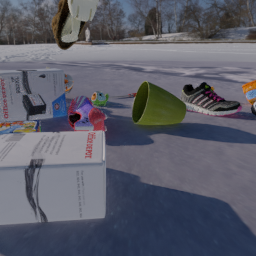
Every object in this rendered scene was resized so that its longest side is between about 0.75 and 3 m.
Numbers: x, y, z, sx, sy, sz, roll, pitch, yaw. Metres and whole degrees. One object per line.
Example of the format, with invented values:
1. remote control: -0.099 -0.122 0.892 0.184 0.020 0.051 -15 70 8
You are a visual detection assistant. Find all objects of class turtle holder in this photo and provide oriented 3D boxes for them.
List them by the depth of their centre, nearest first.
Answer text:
1. turtle holder: -1.122 -1.217 11.516 0.763 0.542 0.580 -3 16 -10

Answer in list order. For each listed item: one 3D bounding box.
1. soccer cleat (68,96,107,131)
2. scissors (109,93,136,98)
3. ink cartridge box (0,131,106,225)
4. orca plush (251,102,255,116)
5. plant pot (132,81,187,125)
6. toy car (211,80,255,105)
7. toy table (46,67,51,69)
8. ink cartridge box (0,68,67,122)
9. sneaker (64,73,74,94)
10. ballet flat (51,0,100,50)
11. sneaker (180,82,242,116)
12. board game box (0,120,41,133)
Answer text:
1. soccer cleat: -1.454 -0.427 8.362 0.975 0.850 2.549 -4 20 -27
2. scissors: 0.244 -1.577 13.380 2.376 0.165 0.869 -13 23 -42
3. ink cartridge box: -1.425 0.686 4.416 2.160 0.907 1.571 -1 17 -5
4. orca plush: 5.114 -0.799 9.695 2.103 1.106 0.747 -29 -16 -14
5. plant pot: 1.009 -0.615 8.577 1.411 1.320 1.320 13 13 -17
6. toy car: 4.576 -1.194 11.785 2.617 1.284 0.871 -8 53 38
7. toy table: -3.299 -1.494 10.806 1.825 1.677 1.069 5 5 -19
8. ink cartridge box: -3.265 -1.105 9.261 2.195 1.593 0.919 -10 19 -30
9. sneaker: -3.824 -1.726 12.739 2.776 1.086 1.072 -7 -10 -7
10. ballet flat: -1.050 -2.364 5.656 0.833 0.888 2.456 4 -18 -28
11. sneaker: 2.910 -1.106 10.195 2.446 1.070 0.902 16 23 43
12. board game box: -3.414 0.248 6.773 2.391 0.412 1.619 -4 17 -12
